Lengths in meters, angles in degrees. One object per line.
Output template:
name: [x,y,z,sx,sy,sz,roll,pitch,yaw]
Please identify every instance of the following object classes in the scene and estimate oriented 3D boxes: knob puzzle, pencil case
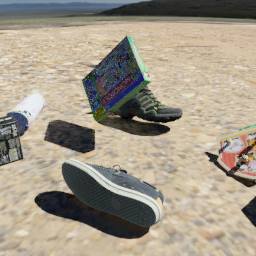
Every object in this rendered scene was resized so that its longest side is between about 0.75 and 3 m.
knob puzzle: [3.482,0.698,8.159,1.989,0.276,1.989,-21,41,20]
pencil case: [-3.930,-0.662,10.869,0.892,0.973,2.145,24,23,-10]

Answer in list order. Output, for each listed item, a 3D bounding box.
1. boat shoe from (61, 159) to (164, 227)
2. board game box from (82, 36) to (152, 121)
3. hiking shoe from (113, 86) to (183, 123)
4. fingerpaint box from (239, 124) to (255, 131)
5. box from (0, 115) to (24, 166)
boat shoe: [-0.407,1.455,6.863,2.815,1.050,0.876,18,27,22]
board game box: [-0.514,-1.665,9.909,0.393,2.701,1.818,3,60,-47]
hiking shoe: [0.710,-1.011,10.752,2.879,1.449,1.090,9,-3,18]
fingerpaint box: [4.914,0.577,8.695,1.873,0.823,2.245,-14,31,-25]
box: [-3.867,0.417,8.435,1.096,1.338,0.576,-19,33,-31]
